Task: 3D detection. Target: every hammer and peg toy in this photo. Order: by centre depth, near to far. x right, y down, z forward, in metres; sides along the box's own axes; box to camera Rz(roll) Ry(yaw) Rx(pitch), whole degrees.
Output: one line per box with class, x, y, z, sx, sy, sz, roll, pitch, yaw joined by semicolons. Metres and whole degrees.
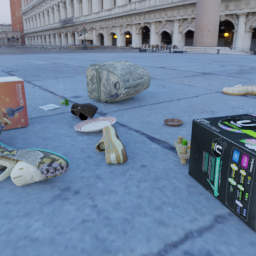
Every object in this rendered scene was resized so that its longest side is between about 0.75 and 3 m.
hammer and peg toy;2.073;0.562;8.714;1.171;0.561;1.592;1;19;3

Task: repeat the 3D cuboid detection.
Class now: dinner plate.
dinner plate;-1.261;-0.109;10.957;1.653;0.200;1.653;-8;16;2

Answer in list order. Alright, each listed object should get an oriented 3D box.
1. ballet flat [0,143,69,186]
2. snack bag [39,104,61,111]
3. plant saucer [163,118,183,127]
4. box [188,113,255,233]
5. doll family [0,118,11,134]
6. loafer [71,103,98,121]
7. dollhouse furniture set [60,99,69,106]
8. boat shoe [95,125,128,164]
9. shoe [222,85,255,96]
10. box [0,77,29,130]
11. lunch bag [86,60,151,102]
ballet flat;-2.838;1.005;7.235;2.798;1.006;1.006;8;21;23
snack bag;-3.918;-1.044;14.061;0.760;0.086;0.806;17;26;39
plant saucer;1.879;-0.214;11.597;0.823;0.142;0.823;0;20;0
box;2.885;0.802;6.442;1.927;1.613;2.595;-7;19;-18
doll family;-4.632;0.176;9.016;2.258;0.886;1.305;-7;49;60
loafer;-1.995;-0.665;11.994;0.675;0.660;1.851;29;-17;-31
dollhouse furniture set;-3.341;-1.437;14.815;0.427;0.330;0.854;-7;20;-21
boat shoe;-0.657;0.486;8.814;0.790;0.744;2.076;-16;22;-10
shoe;7.017;-2.357;16.924;2.516;0.672;0.880;3;19;8
box;-5.344;-0.913;10.853;2.502;1.905;1.330;-12;20;-30
lunch bag;-0.478;-2.529;15.214;2.510;2.085;2.992;10;21;36
